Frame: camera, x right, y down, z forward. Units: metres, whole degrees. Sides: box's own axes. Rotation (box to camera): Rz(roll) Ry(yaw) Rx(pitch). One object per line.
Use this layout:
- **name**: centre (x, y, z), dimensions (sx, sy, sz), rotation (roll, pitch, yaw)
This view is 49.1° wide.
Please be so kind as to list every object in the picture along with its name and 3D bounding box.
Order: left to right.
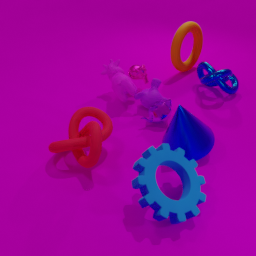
- **knot shape**: centre (-1.101, 0.290, 7.181), dimensions (1.793, 0.828, 1.677), rotation (-40, 37, -8)
- **cow figurine**: centre (-0.330, -1.651, 9.535), dimensions (0.843, 1.511, 1.536), rotation (-35, 6, 8)
- **monkey head**: centre (0.373, -1.923, 10.212), dimensions (0.669, 0.798, 1.110), rotation (-16, 7, 17)
- **monkey head**: centre (0.851, -1.100, 9.277), dimensions (1.313, 0.945, 0.791), rotation (14, 29, -12)
- **teapot**: centre (0.923, -0.497, 8.698), dimensions (1.207, 0.591, 0.750), rotation (-38, 18, -15)
- **gear**: centre (0.912, 1.181, 6.108), dimensions (1.697, 0.314, 1.697), rotation (13, 57, -21)
- **cone**: centre (1.452, -0.106, 7.275), dimensions (1.446, 1.452, 1.446), rotation (-11, 47, 13)
- **ring**: centre (2.362, -3.215, 11.167), dimensions (0.389, 1.946, 1.946), rotation (26, 44, 38)
- **knot shape**: centre (3.116, -1.855, 10.138), dimensions (1.678, 0.775, 1.570), rotation (9, 18, -41)
